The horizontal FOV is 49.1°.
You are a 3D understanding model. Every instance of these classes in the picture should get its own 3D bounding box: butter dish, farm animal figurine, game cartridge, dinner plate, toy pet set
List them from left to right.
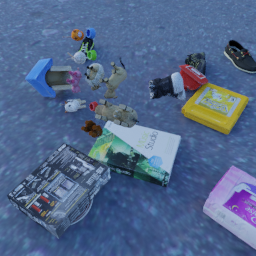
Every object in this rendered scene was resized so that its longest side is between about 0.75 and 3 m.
[{"bbox_3d":[-2.598,-2.113,10.591,1.590,2.995,2.796,-11,15,-40],"label":"toy pet set"},{"bbox_3d":[-1.864,2.139,8.234,1.681,0.204,1.681,0,45,0],"label":"dinner plate"},{"bbox_3d":[-0.686,-0.887,8.413,1.820,1.133,2.254,-21,75,21],"label":"farm animal figurine"},{"bbox_3d":[2.591,-2.002,11.819,1.251,0.925,1.248,41,31,13],"label":"butter dish"},{"bbox_3d":[3.447,-0.871,11.062,1.978,0.364,2.244,26,48,23],"label":"game cartridge"}]

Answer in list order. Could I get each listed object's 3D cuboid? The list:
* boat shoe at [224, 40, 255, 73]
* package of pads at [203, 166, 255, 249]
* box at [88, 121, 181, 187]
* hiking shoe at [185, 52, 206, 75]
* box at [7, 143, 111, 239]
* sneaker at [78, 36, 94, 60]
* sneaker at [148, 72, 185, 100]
[{"bbox_3d":[5.410,-3.424,13.376,0.821,0.703,2.243,-13,48,-14],"label":"boat shoe"},{"bbox_3d":[3.501,2.334,7.481,2.598,0.983,1.565,32,54,28],"label":"package of pads"},{"bbox_3d":[0.247,0.734,9.399,2.698,0.490,1.947,13,46,13],"label":"box"},{"bbox_3d":[3.102,-2.916,12.960,0.943,0.710,1.874,1,36,13],"label":"hiking shoe"},{"bbox_3d":[-1.925,1.676,8.150,1.852,0.584,2.349,25,51,23],"label":"box"},{"bbox_3d":[-2.167,-4.070,13.934,0.662,0.765,1.847,6,46,6],"label":"sneaker"},{"bbox_3d":[1.258,-1.286,9.147,1.089,1.913,0.722,-8,83,15],"label":"sneaker"}]
